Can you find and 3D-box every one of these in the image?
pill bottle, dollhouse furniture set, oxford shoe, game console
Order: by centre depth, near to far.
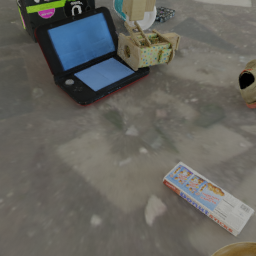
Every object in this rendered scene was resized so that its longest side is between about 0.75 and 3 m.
[{"bbox_3d":[3.745,-1.557,8.415,0.755,0.801,2.142,-27,29,38],"label":"oxford shoe"},{"bbox_3d":[-1.002,-2.350,8.771,2.798,1.661,2.411,-31,52,-27],"label":"game console"},{"bbox_3d":[1.097,-3.219,9.114,2.394,2.117,1.331,-17,47,-26],"label":"dollhouse furniture set"},{"bbox_3d":[0.159,-5.138,11.844,1.263,1.263,2.279,-18,48,-17],"label":"pill bottle"}]

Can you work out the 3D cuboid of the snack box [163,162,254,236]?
[{"bbox_3d":[1.665,1.445,5.984,1.832,0.223,0.659,34,54,29],"label":"snack box"}]

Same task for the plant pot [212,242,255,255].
[{"bbox_3d":[2.108,2.867,4.286,2.163,0.297,2.163,1,45,-1],"label":"plant pot"}]

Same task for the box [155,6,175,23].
[{"bbox_3d":[1.511,-5.090,12.526,0.819,0.223,1.023,26,51,24],"label":"box"}]

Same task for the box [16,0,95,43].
[{"bbox_3d":[-2.852,-4.901,11.062,2.705,2.009,1.681,-23,49,-22],"label":"box"}]
